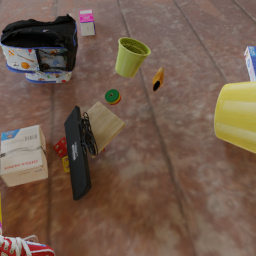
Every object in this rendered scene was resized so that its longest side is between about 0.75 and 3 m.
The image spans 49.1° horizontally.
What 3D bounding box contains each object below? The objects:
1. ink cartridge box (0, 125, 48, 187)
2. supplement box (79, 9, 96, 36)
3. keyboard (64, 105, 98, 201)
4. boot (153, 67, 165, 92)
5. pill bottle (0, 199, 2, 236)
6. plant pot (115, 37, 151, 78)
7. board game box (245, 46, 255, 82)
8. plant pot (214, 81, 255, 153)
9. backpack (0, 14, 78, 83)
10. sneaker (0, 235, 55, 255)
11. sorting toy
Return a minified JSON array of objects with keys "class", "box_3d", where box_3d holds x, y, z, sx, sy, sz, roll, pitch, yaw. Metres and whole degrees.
[{"class":"ink cartridge box","box_3d":[-2.850,0.741,7.703,1.083,0.631,1.498,-13,48,-8]},{"class":"supplement box","box_3d":[-1.851,-4.809,12.731,0.645,0.631,1.248,-6,48,-4]},{"class":"keyboard","box_3d":[-1.167,0.575,7.383,0.481,1.263,2.427,7,56,-34]},{"class":"boot","box_3d":[0.882,-1.350,8.703,0.342,0.972,0.696,20,56,3]},{"class":"pill bottle","box_3d":[-3.814,1.421,6.505,1.530,1.530,2.936,-15,49,-13]},{"class":"plant pot","box_3d":[0.054,-2.106,8.612,1.018,0.936,1.018,15,39,-12]},{"class":"board game box","box_3d":[5.715,-2.219,10.509,2.235,0.461,2.240,6,48,5]},{"class":"plant pot","box_3d":[3.731,-0.282,7.608,2.347,2.495,2.495,11,47,31]},{"class":"backpack","box_3d":[-3.103,-2.828,9.990,2.550,2.062,2.677,3,37,-9]},{"class":"sneaker","box_3d":[-2.408,2.231,5.243,1.570,2.792,0.994,-33,24,-32]},{"class":"sorting toy","box_3d":[-0.930,0.154,8.151,2.714,0.459,1.309,-46,55,-7]}]
